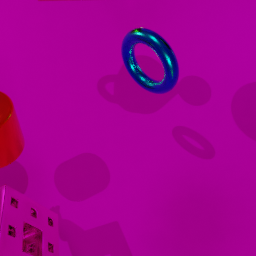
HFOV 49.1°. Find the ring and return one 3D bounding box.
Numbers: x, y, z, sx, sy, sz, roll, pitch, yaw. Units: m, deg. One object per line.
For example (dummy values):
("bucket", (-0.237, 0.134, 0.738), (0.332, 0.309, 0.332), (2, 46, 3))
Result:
("ring", (0.315, -0.993, 4.258), (1.085, 1.085, 0.217), (45, 64, 8))

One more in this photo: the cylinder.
("cylinder", (-2.241, 0.030, 4.491), (0.959, 0.959, 0.959), (3, 50, -4))

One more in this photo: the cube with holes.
("cube with holes", (-1.804, 1.756, 3.883), (1.192, 1.192, 1.192), (-25, 46, 11))
